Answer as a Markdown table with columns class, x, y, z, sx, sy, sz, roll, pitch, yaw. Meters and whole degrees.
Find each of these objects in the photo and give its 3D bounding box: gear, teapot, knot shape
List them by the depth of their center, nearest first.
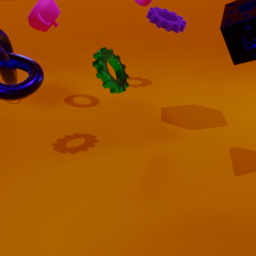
| class | x | y | z | sx | sy | sz | roll | pitch | yaw |
| --- | --- | --- | --- | --- | --- | --- | --- | --- | --- |
| knot shape | -1.635 | -0.819 | 3.607 | 1.169 | 0.577 | 1.249 | 43 | 9 | 10 |
| gear | -0.364 | -1.278 | 6.284 | 0.196 | 1.060 | 1.060 | -21 | 15 | 31 |
| teapot | -2.624 | -3.592 | 9.002 | 0.873 | 1.108 | 1.782 | 35 | 22 | -28 |
| gear | 1.449 | -4.060 | 10.490 | 1.483 | 0.274 | 1.483 | 13 | 41 | -11 |

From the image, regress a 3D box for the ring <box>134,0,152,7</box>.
| class | x | y | z | sx | sy | sz | roll | pitch | yaw |
| --- | --- | --- | --- | --- | --- | --- | --- | --- | --- |
| ring | 0.307 | -4.206 | 8.094 | 0.270 | 1.349 | 1.349 | -29 | 34 | -11 |

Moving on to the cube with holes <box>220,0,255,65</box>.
| class | x | y | z | sx | sy | sz | roll | pitch | yaw |
| --- | --- | --- | --- | --- | --- | --- | --- | --- | --- |
| cube with holes | 3.311 | -2.656 | 7.421 | 1.228 | 1.228 | 1.228 | -8 | 44 | 36 |
